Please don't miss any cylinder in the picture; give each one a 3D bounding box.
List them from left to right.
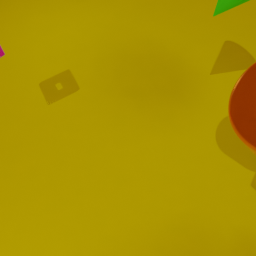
[{"bbox_3d":[2.011,-0.082,3.282,1.269,1.269,1.269,-19,58,32],"label":"cylinder"}]

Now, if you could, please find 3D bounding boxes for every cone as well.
[{"bbox_3d":[1.832,-2.310,4.444,1.285,1.290,1.285,31,31,-21],"label":"cone"}]

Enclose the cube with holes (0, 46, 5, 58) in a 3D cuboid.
[{"bbox_3d":[-2.812,-1.507,4.757,0.804,0.804,0.804,-33,74,2],"label":"cube with holes"}]
